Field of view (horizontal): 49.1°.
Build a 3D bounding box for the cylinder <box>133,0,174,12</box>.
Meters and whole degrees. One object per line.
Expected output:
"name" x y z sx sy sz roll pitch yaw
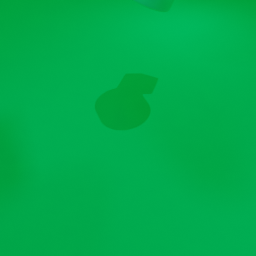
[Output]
"cylinder" 0.678 -3.744 6.682 1.380 1.380 1.380 18 37 -14
